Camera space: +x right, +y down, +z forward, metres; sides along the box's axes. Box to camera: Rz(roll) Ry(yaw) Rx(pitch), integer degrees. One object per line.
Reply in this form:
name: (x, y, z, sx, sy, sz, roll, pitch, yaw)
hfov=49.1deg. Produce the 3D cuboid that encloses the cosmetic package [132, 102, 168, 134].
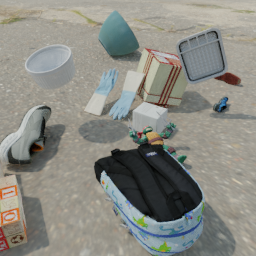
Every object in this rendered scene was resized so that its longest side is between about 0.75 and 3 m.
cosmetic package: (0.819, -0.320, 10.506, 1.030, 0.857, 0.862, 20, 38, 25)

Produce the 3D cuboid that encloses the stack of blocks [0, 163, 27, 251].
stack of blocks: (-3.669, 1.851, 7.261, 1.633, 0.831, 2.836, -13, 35, -19)

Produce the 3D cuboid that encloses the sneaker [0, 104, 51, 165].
sneaker: (-3.241, 0.251, 9.656, 1.134, 1.057, 2.861, 13, 41, 3)

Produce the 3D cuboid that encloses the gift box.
gift box: (1.243, -2.149, 12.145, 2.154, 2.011, 1.987, 6, 32, -21)

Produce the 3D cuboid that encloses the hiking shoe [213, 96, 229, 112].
hiking shoe: (4.067, -0.975, 11.997, 0.449, 0.385, 1.035, 33, 55, 29)

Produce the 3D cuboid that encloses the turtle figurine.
turtle figurine: (0.929, 0.392, 9.284, 1.587, 1.067, 2.119, -24, 54, -12)

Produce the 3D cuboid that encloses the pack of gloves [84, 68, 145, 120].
pack of gloves: (-0.519, -1.398, 11.841, 1.936, 0.455, 2.305, 16, 74, 26)

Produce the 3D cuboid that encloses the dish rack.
dish rack: (2.726, -2.663, 10.367, 1.610, 1.876, 0.408, -18, 32, 14)

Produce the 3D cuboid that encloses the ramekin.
ramekin: (-2.566, -2.036, 9.545, 1.608, 0.844, 1.608, -8, 47, 8)

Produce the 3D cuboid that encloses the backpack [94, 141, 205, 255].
backpack: (0.660, 1.661, 6.806, 2.226, 2.098, 2.728, -13, 16, -25)

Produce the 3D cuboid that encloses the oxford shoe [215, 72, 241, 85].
oxford shoe: (5.126, -2.650, 14.298, 0.595, 0.561, 1.592, -20, 39, -36)

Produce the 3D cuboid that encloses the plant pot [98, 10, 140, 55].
plant pot: (-0.774, -5.524, 17.197, 1.785, 2.650, 2.650, -35, 38, 2)
